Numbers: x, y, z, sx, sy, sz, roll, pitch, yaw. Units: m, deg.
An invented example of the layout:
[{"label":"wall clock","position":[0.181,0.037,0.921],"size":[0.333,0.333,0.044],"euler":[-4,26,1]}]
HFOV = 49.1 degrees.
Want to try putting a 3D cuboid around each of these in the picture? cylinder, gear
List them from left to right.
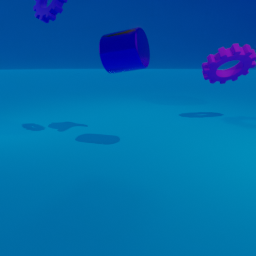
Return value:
[{"label":"gear","position":[-1.896,-3.160,6.860],"size":[1.127,1.127,0.208],"euler":[11,-3,40]},{"label":"cylinder","position":[-0.061,-1.715,6.268],"size":[0.887,0.887,0.887],"euler":[-4,11,23]},{"label":"gear","position":[3.595,-2.241,10.014],"size":[1.839,0.340,1.839],"euler":[-6,-25,-3]}]
